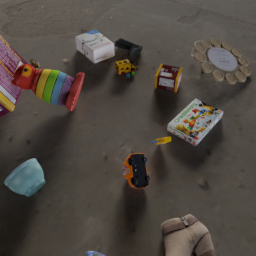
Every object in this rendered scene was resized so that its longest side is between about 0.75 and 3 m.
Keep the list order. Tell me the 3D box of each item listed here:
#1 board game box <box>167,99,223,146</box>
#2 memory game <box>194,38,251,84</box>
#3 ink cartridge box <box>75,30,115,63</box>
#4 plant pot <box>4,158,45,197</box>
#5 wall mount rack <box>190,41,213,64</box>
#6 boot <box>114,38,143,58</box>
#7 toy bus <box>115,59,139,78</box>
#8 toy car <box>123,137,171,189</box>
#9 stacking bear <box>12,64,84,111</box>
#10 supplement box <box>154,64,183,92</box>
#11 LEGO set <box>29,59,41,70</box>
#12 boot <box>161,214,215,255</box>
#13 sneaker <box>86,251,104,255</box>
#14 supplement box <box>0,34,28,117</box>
[{"bbox_3d":[2.592,-0.277,10.722,1.260,0.346,1.997,30,53,27],"label":"board game box"},{"bbox_3d":[4.383,-3.177,13.118,2.911,0.185,2.911,8,57,-12],"label":"memory game"},{"bbox_3d":[-1.678,-4.170,14.270,1.282,0.740,1.756,-29,52,-25],"label":"ink cartridge box"},{"bbox_3d":[-3.011,1.581,8.487,0.761,1.136,1.136,45,58,8],"label":"plant pot"},{"bbox_3d":[4.020,-3.557,13.692,1.595,0.684,1.835,-17,56,-12],"label":"wall mount rack"},{"bbox_3d":[-0.122,-4.151,14.430,1.399,0.459,1.153,28,41,20],"label":"boot"},{"bbox_3d":[-0.076,-2.947,13.201,1.023,0.560,1.084,15,48,14],"label":"toy bus"},{"bbox_3d":[0.662,1.150,9.360,2.311,1.133,0.769,-24,4,-43],"label":"toy car"},{"bbox_3d":[-3.158,-1.707,10.903,2.511,1.428,1.525,19,73,-8],"label":"stacking bear"},{"bbox_3d":[1.795,-2.220,12.406,1.006,0.668,0.992,14,47,13],"label":"supplement box"},{"bbox_3d":[-4.572,-3.039,13.377,0.751,0.435,0.577,31,53,27],"label":"LEGO set"},{"bbox_3d":[1.226,3.124,7.246,2.039,0.716,1.491,-14,41,-15],"label":"boot"},{"bbox_3d":[-1.244,3.826,6.491,0.884,0.849,2.253,23,41,31],"label":"sneaker"},{"bbox_3d":[-5.310,-1.983,10.989,1.533,1.944,2.970,-22,41,20],"label":"supplement box"}]
